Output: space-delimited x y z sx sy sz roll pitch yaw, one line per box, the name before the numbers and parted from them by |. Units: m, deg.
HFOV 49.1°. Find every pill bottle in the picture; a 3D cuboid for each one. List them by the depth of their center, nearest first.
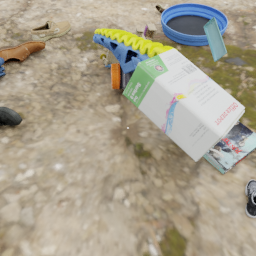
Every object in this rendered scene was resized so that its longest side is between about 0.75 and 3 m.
pill bottle | 0.627 -1.812 9.678 2.443 1.297 1.297 -1 49 -1

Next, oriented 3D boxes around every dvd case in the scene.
dvd case | 2.999 0.436 8.460 1.860 0.205 1.358 -30 55 -22

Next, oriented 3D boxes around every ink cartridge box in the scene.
ink cartridge box | 1.395 -0.650 6.875 2.460 1.076 1.787 42 42 13

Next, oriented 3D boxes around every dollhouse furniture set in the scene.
dollhouse furniture set | -0.119 -3.343 10.722 1.822 1.720 1.189 -2 48 -17

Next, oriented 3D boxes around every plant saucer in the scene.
plant saucer | 2.547 -2.580 8.153 0.123 0.452 1.293 3 66 -31

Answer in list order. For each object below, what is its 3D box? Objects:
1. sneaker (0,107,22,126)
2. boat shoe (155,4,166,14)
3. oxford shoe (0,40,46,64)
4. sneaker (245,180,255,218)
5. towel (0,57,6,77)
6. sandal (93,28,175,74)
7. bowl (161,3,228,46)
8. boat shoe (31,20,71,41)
sneaker | -4.567 -0.159 8.689 2.349 0.706 1.225 15 54 15
boat shoe | 1.640 -5.694 13.620 0.312 0.312 0.844 -21 60 -39
oxford shoe | -4.199 -3.009 11.276 1.953 0.696 0.696 -23 81 -19
sneaker | 3.253 1.685 7.104 0.407 0.613 1.077 14 51 12
towel | -5.538 -1.767 9.535 1.562 0.679 2.797 16 36 1
sandal | 0.040 -2.231 8.616 2.922 1.272 1.161 32 32 27
bowl | 2.942 -4.683 12.638 2.950 0.579 2.950 0 49 0
boat shoe | -3.352 -4.375 12.340 1.915 0.618 0.682 -36 58 -27
